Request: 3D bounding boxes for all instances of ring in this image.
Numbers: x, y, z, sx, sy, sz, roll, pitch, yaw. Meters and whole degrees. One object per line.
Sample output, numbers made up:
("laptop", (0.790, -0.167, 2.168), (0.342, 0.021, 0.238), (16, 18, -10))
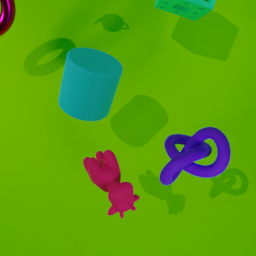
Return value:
("ring", (-3.652, -2.994, 6.762), (1.758, 0.352, 1.758), (-9, 126, -13))

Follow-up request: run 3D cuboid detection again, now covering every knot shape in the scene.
("knot shape", (1.036, 0.409, 4.708), (1.248, 1.168, 0.577), (-29, 109, 13))

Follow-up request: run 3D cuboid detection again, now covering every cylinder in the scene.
("cylinder", (-0.865, -0.986, 6.331), (1.222, 1.222, 1.222), (23, 125, 3))

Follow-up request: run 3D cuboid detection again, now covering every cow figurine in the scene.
("cow figurine", (-0.363, 1.099, 5.628), (0.717, 1.305, 1.285), (-25, 93, -21))

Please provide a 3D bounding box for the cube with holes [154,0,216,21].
("cube with holes", (1.561, -3.695, 7.193), (1.253, 1.253, 1.253), (15, 97, -8))
